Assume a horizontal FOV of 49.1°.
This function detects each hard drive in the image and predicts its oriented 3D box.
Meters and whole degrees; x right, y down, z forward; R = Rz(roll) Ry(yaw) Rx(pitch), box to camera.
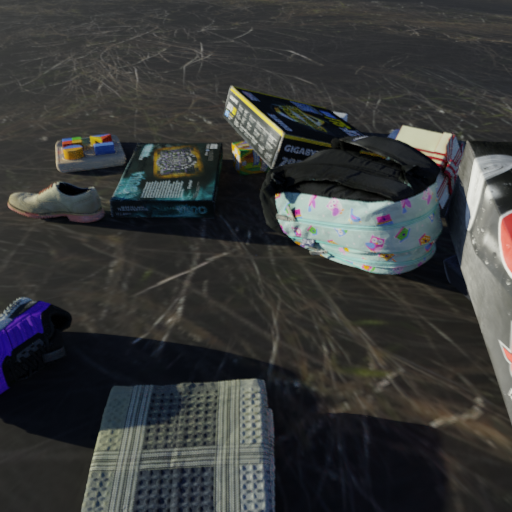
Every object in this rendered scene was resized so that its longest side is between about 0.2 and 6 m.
[{"bbox_3d":[4.569,0.332,9.149,2.584,0.547,1.743,-15,38,-17],"label":"hard drive"}]

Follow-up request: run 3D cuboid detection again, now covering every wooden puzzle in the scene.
[{"bbox_3d":[-4.208,-2.696,14.107,1.635,0.409,1.765,-10,34,-16],"label":"wooden puzzle"}]

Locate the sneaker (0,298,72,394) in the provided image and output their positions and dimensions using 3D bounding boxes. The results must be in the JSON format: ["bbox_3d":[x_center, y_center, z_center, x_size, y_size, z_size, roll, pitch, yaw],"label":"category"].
[{"bbox_3d":[-3.149,1.303,7.610,1.008,0.705,2.027,10,35,4],"label":"sneaker"}]

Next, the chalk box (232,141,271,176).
[{"bbox_3d":[0.000,-2.377,13.399,1.023,0.639,0.634,-11,34,-15],"label":"chalk box"}]

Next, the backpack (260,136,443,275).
[{"bbox_3d":[1.832,-0.901,9.851,2.462,1.867,2.950,-36,35,-29],"label":"backpack"}]

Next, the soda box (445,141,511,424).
[{"bbox_3d":[3.835,0.405,7.343,1.481,1.655,4.676,1,44,1],"label":"soda box"}]

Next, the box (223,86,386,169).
[{"bbox_3d":[1.120,-2.849,13.212,2.888,0.892,3.617,8,27,-26],"label":"box"}]

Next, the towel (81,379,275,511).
[{"bbox_3d":[-0.822,2.321,6.442,2.086,0.374,2.167,-3,35,0],"label":"towel"}]

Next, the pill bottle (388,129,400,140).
[{"bbox_3d":[3.634,-3.053,14.701,0.369,0.369,0.651,16,35,23],"label":"pill bottle"}]

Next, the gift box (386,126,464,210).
[{"bbox_3d":[3.553,-1.922,11.585,1.349,1.444,1.333,24,-3,34],"label":"gift box"}]

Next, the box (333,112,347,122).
[{"bbox_3d":[2.006,-3.647,15.446,0.900,0.560,0.439,14,35,20],"label":"box"}]

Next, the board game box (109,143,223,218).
[{"bbox_3d":[-1.897,-1.791,12.665,2.135,0.444,3.157,0,33,1],"label":"board game box"}]

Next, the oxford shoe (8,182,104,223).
[{"bbox_3d":[-4.115,-1.203,11.450,2.054,0.758,0.727,4,33,6],"label":"oxford shoe"}]
